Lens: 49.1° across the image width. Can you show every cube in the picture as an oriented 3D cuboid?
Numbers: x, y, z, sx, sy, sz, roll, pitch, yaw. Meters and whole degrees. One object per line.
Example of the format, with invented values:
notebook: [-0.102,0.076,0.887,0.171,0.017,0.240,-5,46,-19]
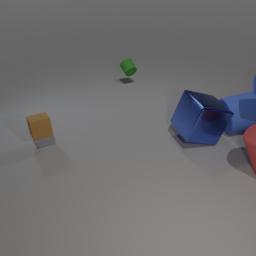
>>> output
cube: [-3.135,-0.072,9.941,0.700,0.700,0.700,-17,26,-24]
cube: [2.655,-0.382,10.261,1.400,1.400,1.400,7,31,-25]

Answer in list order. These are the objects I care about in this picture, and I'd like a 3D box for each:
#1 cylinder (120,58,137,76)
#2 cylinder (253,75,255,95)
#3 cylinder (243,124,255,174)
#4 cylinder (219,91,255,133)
cylinder: [0.028,-3.287,15.196,0.700,0.700,0.700,-16,64,-25]
cylinder: [4.565,-1.434,9.185,0.700,0.700,0.700,-4,30,9]
cylinder: [4.403,0.671,8.501,1.400,1.400,1.400,-23,20,9]
cylinder: [4.395,-0.613,10.910,1.400,1.400,1.400,-13,32,-3]
